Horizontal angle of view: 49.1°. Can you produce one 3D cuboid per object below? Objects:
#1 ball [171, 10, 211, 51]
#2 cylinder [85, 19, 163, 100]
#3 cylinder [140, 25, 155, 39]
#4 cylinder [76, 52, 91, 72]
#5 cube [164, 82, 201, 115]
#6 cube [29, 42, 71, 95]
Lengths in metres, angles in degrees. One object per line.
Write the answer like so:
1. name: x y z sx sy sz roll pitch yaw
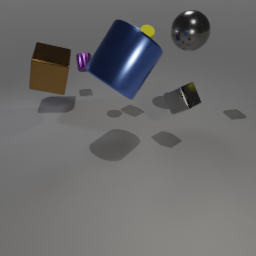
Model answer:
1. ball: 2.234 -3.478 10.051 1.400 1.400 1.400 0 29 0
2. cylinder: -0.097 -1.635 6.836 1.400 1.400 1.400 33 6 -4
3. cylinder: 0.869 -4.431 13.403 0.700 0.700 0.700 2 70 -6
4. cylinder: -1.986 -2.992 12.781 0.700 0.700 0.700 -9 -4 -1
5. cube: 1.659 -0.895 8.516 0.700 0.700 0.700 -25 3 -39
6. cube: -3.137 -2.395 11.348 1.400 1.400 1.400 9 42 -15
